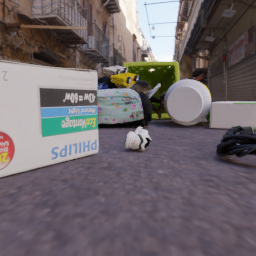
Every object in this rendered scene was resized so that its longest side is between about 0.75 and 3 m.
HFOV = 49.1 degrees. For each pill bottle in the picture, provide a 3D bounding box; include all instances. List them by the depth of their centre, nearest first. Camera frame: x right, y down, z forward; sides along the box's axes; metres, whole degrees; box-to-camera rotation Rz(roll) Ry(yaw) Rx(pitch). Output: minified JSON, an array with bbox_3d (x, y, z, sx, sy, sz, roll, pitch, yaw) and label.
[{"bbox_3d":[2.284,-0.999,10.602,1.660,1.660,2.963,2,9,16],"label":"pill bottle"}]

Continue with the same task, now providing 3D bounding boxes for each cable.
[{"bbox_3d":[2.352,0.313,4.613,1.591,0.495,1.950,10,9,34],"label":"cable"}]

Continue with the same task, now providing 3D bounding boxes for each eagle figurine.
[{"bbox_3d":[0.407,-1.119,11.682,2.380,1.796,1.806,17,7,17],"label":"eagle figurine"}]

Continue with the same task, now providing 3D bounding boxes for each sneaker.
[{"bbox_3d":[0.270,0.250,5.580,0.434,0.400,1.086,17,14,14],"label":"sneaker"}]

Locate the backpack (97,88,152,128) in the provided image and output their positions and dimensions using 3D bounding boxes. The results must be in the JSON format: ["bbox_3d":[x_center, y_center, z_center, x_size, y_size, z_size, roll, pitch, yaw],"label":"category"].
[{"bbox_3d":[-0.355,-0.696,9.705,2.097,1.328,1.750,-5,10,-10],"label":"backpack"}]

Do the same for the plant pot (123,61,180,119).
[{"bbox_3d":[1.149,-1.769,14.218,2.701,2.687,2.451,0,-1,5],"label":"plant pot"}]

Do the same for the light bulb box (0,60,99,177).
[{"bbox_3d":[-2.099,-0.246,4.553,2.373,1.481,2.352,4,7,33],"label":"light bulb box"}]

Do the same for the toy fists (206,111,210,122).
[{"bbox_3d":[4.012,-0.481,11.268,1.743,0.599,0.889,1,-1,20],"label":"toy fists"}]

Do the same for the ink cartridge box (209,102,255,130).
[{"bbox_3d":[3.705,-0.482,9.733,1.503,0.868,2.065,2,6,21],"label":"ink cartridge box"}]

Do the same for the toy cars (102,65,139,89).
[{"bbox_3d":[-0.332,-1.948,10.924,1.247,0.616,2.783,2,21,-18],"label":"toy cars"}]

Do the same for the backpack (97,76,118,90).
[{"bbox_3d":[-1.099,-1.153,12.427,1.788,1.959,1.318,-12,32,27],"label":"backpack"}]
